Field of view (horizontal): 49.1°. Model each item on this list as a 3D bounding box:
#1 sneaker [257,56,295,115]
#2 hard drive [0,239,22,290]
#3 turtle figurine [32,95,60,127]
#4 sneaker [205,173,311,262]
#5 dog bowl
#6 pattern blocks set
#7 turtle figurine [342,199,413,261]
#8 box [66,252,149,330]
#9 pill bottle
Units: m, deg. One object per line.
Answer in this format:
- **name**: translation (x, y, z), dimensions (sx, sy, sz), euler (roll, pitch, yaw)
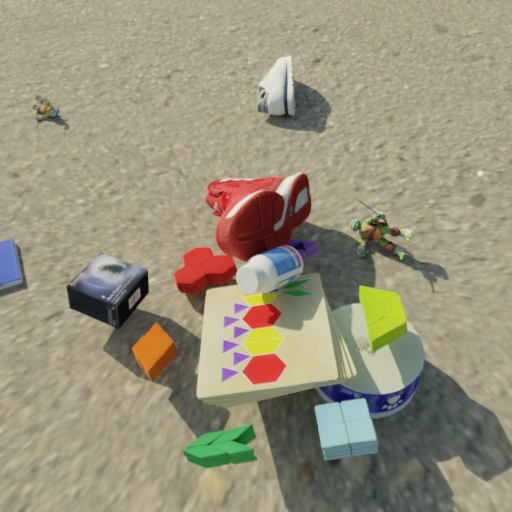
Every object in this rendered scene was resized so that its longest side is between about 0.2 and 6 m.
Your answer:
- **sneaker**: translation (0.488, -4.184, 13.606), dimensions (0.882, 0.837, 2.190), euler (-4, 43, 9)
- **hard drive**: translation (-4.513, 0.172, 9.744), dimensions (0.708, 0.136, 1.074), euler (-17, 48, -16)
- **turtle figurine**: translation (-5.040, -3.459, 13.040), dimensions (0.746, 0.537, 0.724), euler (-29, 48, -30)
- **sneaker**: translation (-0.307, -0.642, 9.524), dimensions (1.744, 1.183, 3.019), euler (0, 16, 27)
- **dog bowl**: translation (1.580, 1.486, 8.111), dimensions (1.601, 0.631, 1.601), euler (0, 46, 0)
- **pattern blocks set**: translation (0.174, 1.081, 7.906), dimensions (3.790, 0.349, 4.312), euler (-4, 34, 12)
- **turtle figurine**: translation (2.115, -0.327, 9.795), dimensions (1.091, 1.125, 0.810), euler (20, 82, 13)
- **box**: translation (-2.272, 0.517, 8.636), dimensions (0.894, 0.556, 0.902), euler (19, 43, 13)
- **pill bottle**: translation (0.186, 0.217, 8.083), dimensions (0.554, 0.554, 0.987), euler (34, 33, 29)
